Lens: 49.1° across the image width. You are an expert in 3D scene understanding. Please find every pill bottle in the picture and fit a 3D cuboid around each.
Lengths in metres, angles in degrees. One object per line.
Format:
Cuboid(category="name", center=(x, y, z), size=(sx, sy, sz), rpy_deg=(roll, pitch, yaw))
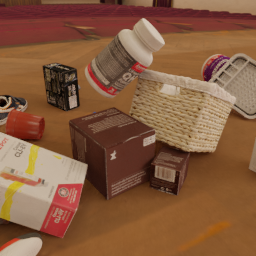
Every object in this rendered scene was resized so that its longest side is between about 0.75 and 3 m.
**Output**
Cuboid(category="pill bottle", center=(4.914, -2.454, 13.475), size=(1.649, 1.649, 2.933), rpy_deg=(-8, 28, -15))
Cuboid(category="pill bottle", center=(-0.086, -1.903, 7.683), size=(1.190, 2.149, 1.190), rpy_deg=(38, 29, -26))

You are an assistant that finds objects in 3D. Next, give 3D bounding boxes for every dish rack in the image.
Cuboid(category="dish rack", center=(4.865, -1.696, 11.656), size=(2.176, 0.552, 2.535), rpy_deg=(-46, 62, 1))

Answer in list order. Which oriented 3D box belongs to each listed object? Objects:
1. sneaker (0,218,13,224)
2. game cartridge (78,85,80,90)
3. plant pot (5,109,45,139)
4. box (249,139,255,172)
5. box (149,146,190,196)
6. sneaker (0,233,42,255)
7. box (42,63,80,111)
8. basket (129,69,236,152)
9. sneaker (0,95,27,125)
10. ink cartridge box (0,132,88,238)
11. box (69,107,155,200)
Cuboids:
Cuboid(category="sneaker", center=(-2.896, 1.576, 6.896), size=(0.850, 0.800, 2.075), rpy_deg=(12, 32, -14))
Cuboid(category="game cartridge", center=(-3.133, -2.082, 14.351), size=(1.218, 0.253, 0.811), rpy_deg=(-11, 25, -21))
Cuboid(category="plant pot", center=(-3.488, -0.060, 9.661), size=(1.046, 1.075, 1.075), rpy_deg=(8, 27, -2))
Cuboid(category="box", center=(4.001, 0.784, 7.810), size=(0.593, 1.115, 0.849), rpy_deg=(-19, 33, -32))
Cuboid(category="box", center=(1.122, 1.121, 7.498), size=(0.808, 0.800, 0.974), rpy_deg=(12, 30, 22))
Cuboid(category="sneaker", center=(-2.159, 2.693, 4.624), size=(2.034, 0.679, 1.090), rpy_deg=(-26, 38, -34))
Cuboid(category="box", center=(-2.872, -1.783, 12.087), size=(1.431, 1.748, 0.753), rpy_deg=(21, 34, 35))
Cuboid(category="basket", center=(1.600, -0.491, 8.547), size=(2.388, 1.938, 2.410), rpy_deg=(20, 7, 34))
Cuboid(category="sneaker", center=(-4.870, -0.978, 11.485), size=(0.905, 0.917, 2.308), rpy_deg=(2, 26, 6))
Cuboid(category="ink cartridge box", center=(-2.206, 1.218, 6.281), size=(2.257, 0.941, 1.638), rpy_deg=(22, 27, -10))
Cuboid(category="box", center=(-0.461, 0.583, 7.694), size=(1.582, 1.565, 1.906), rpy_deg=(-18, 33, -32))
